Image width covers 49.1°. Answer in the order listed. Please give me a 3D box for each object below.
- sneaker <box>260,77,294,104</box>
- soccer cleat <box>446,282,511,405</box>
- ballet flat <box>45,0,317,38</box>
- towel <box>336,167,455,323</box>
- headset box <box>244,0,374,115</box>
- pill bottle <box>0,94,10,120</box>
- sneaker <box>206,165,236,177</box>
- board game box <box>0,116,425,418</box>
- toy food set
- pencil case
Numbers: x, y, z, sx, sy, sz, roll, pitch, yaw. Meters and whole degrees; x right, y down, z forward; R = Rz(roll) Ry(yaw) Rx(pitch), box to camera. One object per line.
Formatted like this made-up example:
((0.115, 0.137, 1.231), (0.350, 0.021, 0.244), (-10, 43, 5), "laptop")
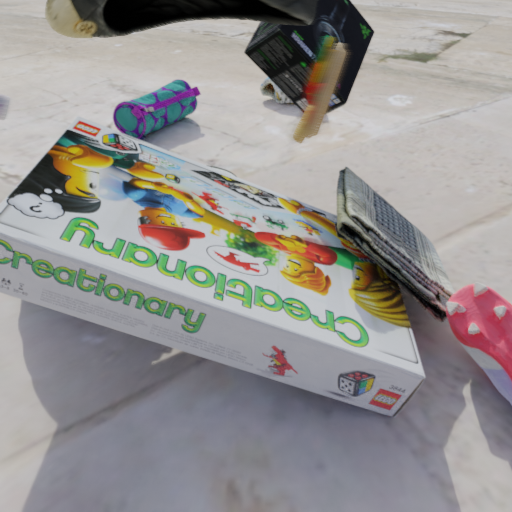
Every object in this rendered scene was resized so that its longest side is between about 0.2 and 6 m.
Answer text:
((0.978, -4.429, 15.221), (1.964, 0.752, 0.793), (29, 59, 37), "sneaker")
((3.086, 1.426, 6.235), (0.898, 1.029, 2.691), (-38, 50, 11), "soccer cleat")
((-0.433, -1.437, 3.142), (1.568, 0.445, 0.521), (-8, -5, 6), "ballet flat")
((1.924, -0.269, 7.798), (2.031, 0.364, 2.109), (41, 27, -14), "towel")
((1.039, -3.893, 10.062), (0.965, 1.811, 2.079), (-12, 47, 50), "headset box")
((-4.275, -2.414, 8.772), (0.711, 0.399, 0.399), (14, 28, -22), "pill bottle")
((-1.725, -0.332, 8.184), (3.451, 1.443, 2.084), (-13, 33, -7), "sneaker")
((-0.441, -0.021, 6.905), (4.729, 0.818, 2.985), (19, 33, -11), "board game box")
((0.588, -1.520, 5.147), (0.223, 0.906, 0.916), (19, -8, 3), "toy food set")
((-2.364, -3.538, 13.502), (1.029, 0.948, 2.228), (-17, 18, 41), "pencil case")
